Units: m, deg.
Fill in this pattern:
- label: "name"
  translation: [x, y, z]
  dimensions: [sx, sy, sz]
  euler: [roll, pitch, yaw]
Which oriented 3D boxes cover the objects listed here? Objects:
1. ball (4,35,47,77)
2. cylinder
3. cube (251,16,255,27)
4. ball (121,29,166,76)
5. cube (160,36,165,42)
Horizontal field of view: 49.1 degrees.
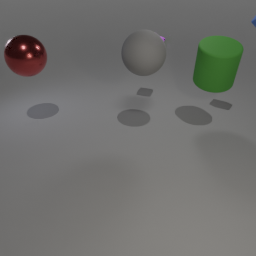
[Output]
- label: "ball"
  translation: [-3.493, -2.464, 9.600]
  dimensions: [1.400, 1.400, 1.400]
  euler: [0, 30, 0]
- label: "cylinder"
  translation: [2.982, -2.146, 9.425]
  dimensions: [1.400, 1.400, 1.400]
  euler: [-1, 45, 1]
- label: "cube"
  translation: [4.583, -3.518, 8.998]
  dimensions: [0.700, 0.700, 0.700]
  euler: [-50, 12, -19]
- label: "ball"
  translation: [0.494, -2.333, 8.739]
  dimensions: [1.400, 1.400, 1.400]
  euler: [0, 30, 0]
- label: "cube"
  translation: [1.070, -3.414, 11.622]
  dimensions: [0.700, 0.700, 0.700]
  euler: [22, -2, 2]
